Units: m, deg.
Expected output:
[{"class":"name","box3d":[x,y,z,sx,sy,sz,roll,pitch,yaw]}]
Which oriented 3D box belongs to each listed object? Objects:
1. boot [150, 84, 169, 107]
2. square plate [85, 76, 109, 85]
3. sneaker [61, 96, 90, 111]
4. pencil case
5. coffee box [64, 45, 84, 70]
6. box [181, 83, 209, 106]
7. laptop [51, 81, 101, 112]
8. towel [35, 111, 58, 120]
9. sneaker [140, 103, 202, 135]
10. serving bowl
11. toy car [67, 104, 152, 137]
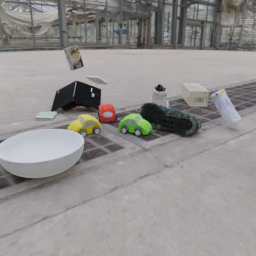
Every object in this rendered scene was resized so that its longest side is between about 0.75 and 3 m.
[{"class":"boot","box3d":[1.507,-1.449,12.898,0.918,1.193,2.495,0,20,0]},{"class":"square plate","box3d":[-1.346,-2.127,12.376,0.822,0.117,0.814,11,-7,38]},{"class":"sneaker","box3d":[-2.406,-1.336,13.381,1.846,0.616,0.990,-12,30,-23]},{"class":"pencil case","box3d":[3.656,-0.757,10.474,0.590,1.420,0.644,-30,-3,10]},{"class":"coffee box","box3d":[-1.972,-2.560,10.226,0.456,0.797,0.318,-30,24,-34]},{"class":"box","box3d":[3.374,-1.729,14.285,0.943,0.772,1.986,0,20,0]},{"class":"laptop","box3d":[-2.374,-1.317,13.132,2.013,1.040,1.784,18,37,-18]},{"class":"towel","box3d":[-3.466,-0.521,11.954,0.748,0.154,1.002,2,18,-1]},{"class":"sneaker","box3d":[1.559,-0.306,10.512,2.499,0.942,0.991,23,17,33]},{"class":"serving bowl","box3d":[-2.281,0.732,7.539,2.232,0.734,2.232,-1,21,0]},{"class":"toy car","box3d":[-0.439,-0.296,10.486,2.821,0.669,2.998,8,22,22]}]
